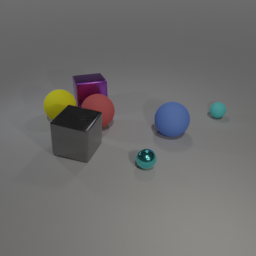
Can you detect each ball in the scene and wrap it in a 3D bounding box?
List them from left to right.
[{"bbox_3d":[-2.954,-0.970,12.219,1.400,1.400,1.400,0,32,0],"label":"ball"},{"bbox_3d":[-1.256,-0.716,11.663,1.400,1.400,1.400,0,32,0],"label":"ball"},{"bbox_3d":[0.624,1.055,9.570,0.700,0.700,0.700,0,32,0],"label":"ball"},{"bbox_3d":[1.761,-0.349,11.182,1.400,1.400,1.400,0,32,0],"label":"ball"},{"bbox_3d":[4.031,-0.806,12.538,0.700,0.700,0.700,0,32,0],"label":"ball"}]

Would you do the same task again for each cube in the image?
[{"bbox_3d":[-1.840,0.179,10.223,1.400,1.400,1.400,13,35,12],"label":"cube"},{"bbox_3d":[-1.789,-1.693,13.249,1.400,1.400,1.400,-9,27,-14],"label":"cube"}]
